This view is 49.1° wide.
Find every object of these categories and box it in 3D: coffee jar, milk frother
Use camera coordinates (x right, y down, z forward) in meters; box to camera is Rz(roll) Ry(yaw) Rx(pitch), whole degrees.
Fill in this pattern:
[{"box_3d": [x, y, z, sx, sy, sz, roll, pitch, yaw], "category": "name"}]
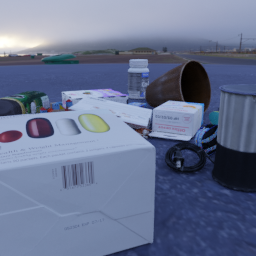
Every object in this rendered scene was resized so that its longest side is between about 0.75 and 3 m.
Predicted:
[{"box_3d": [-4.550, -0.814, 11.774, 1.416, 1.158, 2.715, 5, 17, 13], "category": "coffee jar"}, {"box_3d": [2.224, 0.096, 6.848, 2.384, 2.243, 2.152, -2, 16, -7], "category": "milk frother"}]

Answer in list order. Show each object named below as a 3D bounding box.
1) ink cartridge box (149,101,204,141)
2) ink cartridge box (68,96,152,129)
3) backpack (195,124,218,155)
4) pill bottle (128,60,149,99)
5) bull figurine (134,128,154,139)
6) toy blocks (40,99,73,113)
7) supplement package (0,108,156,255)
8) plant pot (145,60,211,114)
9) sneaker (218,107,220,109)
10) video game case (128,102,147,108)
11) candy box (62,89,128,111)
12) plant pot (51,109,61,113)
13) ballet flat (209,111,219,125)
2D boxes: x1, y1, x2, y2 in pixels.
[{"box_3d": [1.887, -0.359, 10.618, 1.531, 0.902, 2.660, 7, 17, 22], "category": "ink cartridge box"}, {"box_3d": [-0.571, -0.456, 10.698, 2.875, 0.626, 2.495, 13, 19, 5], "category": "ink cartridge box"}, {"box_3d": [2.372, 0.381, 8.482, 0.929, 0.848, 0.625, -26, 21, -35], "category": "backpack"}, {"box_3d": [0.638, -2.994, 17.104, 1.303, 2.291, 1.303, 0, 17, 0], "category": "pill bottle"}, {"box_3d": [0.483, 0.191, 9.855, 0.600, 0.322, 0.989, 14, 19, 29], "category": "bull figurine"}, {"box_3d": [-2.688, -0.493, 10.765, 1.648, 1.127, 0.824, -11, 20, -32], "category": "toy blocks"}, {"box_3d": [-1.098, 0.848, 5.032, 2.358, 1.814, 2.466, -6, 19, -20], "category": "supplement package"}, {"box_3d": [2.163, -1.716, 13.390, 2.458, 2.458, 2.630, -16, 8, -43], "category": "plant pot"}, {"box_3d": [4.830, -1.115, 14.223, 0.767, 0.347, 0.255, -15, 21, -39], "category": "sneaker"}, {"box_3d": [0.416, -1.143, 14.568, 0.826, 0.207, 0.912, 11, 20, 29], "category": "video game case"}, {"box_3d": [-1.642, -1.223, 13.513, 2.661, 0.952, 2.232, -7, 18, -23], "category": "candy box"}, {"box_3d": [-2.364, -0.071, 10.009, 0.850, 0.975, 0.975, 22, 20, 5], "category": "plant pot"}, {"box_3d": [3.858, -0.143, 10.766, 0.621, 0.619, 1.852, 16, 12, -25], "category": "ballet flat"}]
